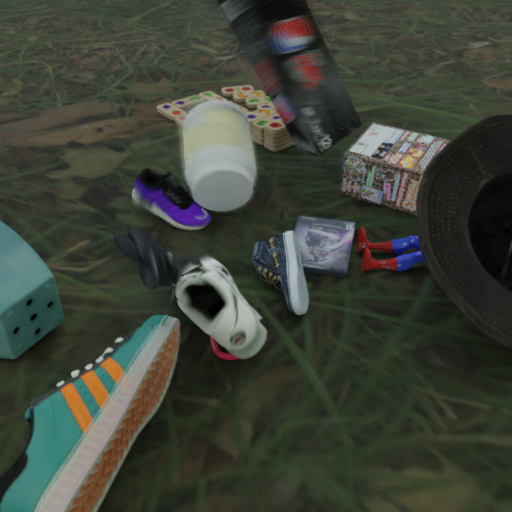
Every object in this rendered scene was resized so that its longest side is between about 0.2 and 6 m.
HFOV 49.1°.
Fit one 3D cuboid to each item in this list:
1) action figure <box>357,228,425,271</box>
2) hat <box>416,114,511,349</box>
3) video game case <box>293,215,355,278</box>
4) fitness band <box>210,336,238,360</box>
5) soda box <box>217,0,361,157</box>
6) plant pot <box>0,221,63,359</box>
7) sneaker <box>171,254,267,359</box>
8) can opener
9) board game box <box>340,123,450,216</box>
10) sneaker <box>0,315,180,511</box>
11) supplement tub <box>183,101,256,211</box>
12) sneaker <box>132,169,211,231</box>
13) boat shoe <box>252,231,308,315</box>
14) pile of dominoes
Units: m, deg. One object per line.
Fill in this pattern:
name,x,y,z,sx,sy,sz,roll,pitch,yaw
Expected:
action figure,3.431,-0.145,10.324,2.973,0.768,0.973,1,36,-3
hat,4.300,-0.197,9.106,4.156,1.677,4.156,2,79,-8
video game case,1.250,-0.222,10.826,1.171,0.155,1.639,8,38,10
fitness band,-0.420,1.314,8.890,0.597,0.156,0.831,-6,37,-10
soda box,0.755,-3.931,11.544,1.279,3.614,1.144,-38,30,-8
plant pot,-4.299,0.487,8.845,2.310,1.632,1.633,24,44,20
sneaker,-0.858,0.505,8.846,0.947,1.132,2.557,-50,43,-2
can opener,-1.505,-0.030,7.772,0.539,0.668,1.700,-10,23,-27
board game box,3.176,-1.887,12.186,2.152,1.042,1.716,20,43,23
sneaker,-2.157,1.918,7.268,1.357,1.212,3.396,16,42,13
supplement tub,-0.768,-2.064,11.583,1.432,1.432,1.976,-4,55,-5
sneaker,-1.684,-1.190,11.253,1.757,0.874,0.611,27,42,6
boat shoe,0.410,0.367,9.806,0.801,0.624,1.764,-17,46,14
pile of dominoes,-0.358,-3.983,15.159,3.145,0.642,4.035,-28,47,-30
